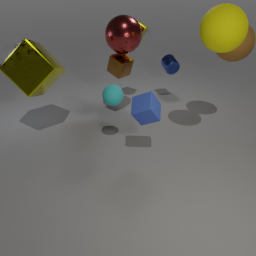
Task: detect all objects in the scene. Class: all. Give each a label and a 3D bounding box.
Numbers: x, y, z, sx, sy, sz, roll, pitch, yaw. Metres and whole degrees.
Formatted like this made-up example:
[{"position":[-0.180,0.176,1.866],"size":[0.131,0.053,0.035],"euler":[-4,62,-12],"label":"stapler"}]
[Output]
[{"position":[0.352,-4.106,11.782],"size":[0.700,0.700,0.700],"euler":[36,24,1],"label":"cube"},{"position":[1.994,-2.995,13.204],"size":[0.700,0.700,0.700],"euler":[-8,46,-14],"label":"cylinder"},{"position":[0.572,-0.604,8.774],"size":[0.700,0.700,0.700],"euler":[-14,52,27],"label":"cube"},{"position":[2.876,-2.997,8.462],"size":[1.400,1.400,1.400],"euler":[0,29,0],"label":"ball"},{"position":[-0.308,-2.470,11.044],"size":[0.700,0.700,0.700],"euler":[38,44,23],"label":"cube"},{"position":[-3.319,-2.091,9.940],"size":[1.400,1.400,1.400],"euler":[45,9,-5],"label":"cube"},{"position":[-0.167,-3.516,10.565],"size":[1.400,1.400,1.400],"euler":[0,29,0],"label":"ball"},{"position":[3.779,-3.082,9.978],"size":[1.400,1.400,1.400],"euler":[0,29,0],"label":"ball"},{"position":[-0.509,-1.098,9.390],"size":[0.700,0.700,0.700],"euler":[0,29,0],"label":"ball"}]
